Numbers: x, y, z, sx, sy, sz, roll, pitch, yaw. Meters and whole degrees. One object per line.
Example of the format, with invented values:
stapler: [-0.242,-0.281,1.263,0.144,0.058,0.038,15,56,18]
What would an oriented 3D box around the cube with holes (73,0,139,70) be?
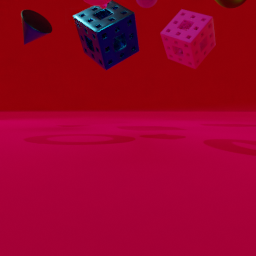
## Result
cube with holes: [-0.605,-2.753,8.216,1.264,1.264,1.264,-34,54,-17]

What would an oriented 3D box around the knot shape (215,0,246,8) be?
knot shape: [2.194,-3.842,7.114,1.738,0.803,1.627,9,45,-20]

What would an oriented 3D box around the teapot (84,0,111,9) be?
teapot: [-0.671,-3.061,5.819,0.836,0.658,1.344,-1,-30,14]

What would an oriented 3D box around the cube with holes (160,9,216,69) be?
cube with holes: [2.114,-3.092,9.752,1.242,1.242,1.242,32,-14,34]

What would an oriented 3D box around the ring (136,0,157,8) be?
ring: [0.318,-2.927,4.376,0.387,1.934,1.934,1,4,2]

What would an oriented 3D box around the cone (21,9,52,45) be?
cone: [-3.314,-3.220,9.532,1.073,1.073,1.077,-4,-31,-50]
